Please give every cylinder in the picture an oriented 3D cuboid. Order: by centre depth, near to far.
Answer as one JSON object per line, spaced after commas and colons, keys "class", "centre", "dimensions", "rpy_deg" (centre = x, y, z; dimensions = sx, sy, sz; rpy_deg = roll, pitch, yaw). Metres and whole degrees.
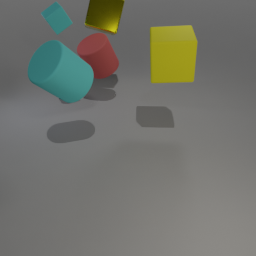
{"class": "cylinder", "centre": [-1.991, -1.652, 8.391], "dimensions": [1.400, 1.400, 1.400], "rpy_deg": [27, -3, 37]}
{"class": "cylinder", "centre": [-1.274, -3.096, 12.085], "dimensions": [1.400, 1.400, 1.400], "rpy_deg": [-13, 50, 16]}

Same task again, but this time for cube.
{"class": "cube", "centre": [1.431, -2.429, 9.221], "dimensions": [1.400, 1.400, 1.400], "rpy_deg": [-1, 39, 5]}
{"class": "cube", "centre": [-2.509, -3.868, 9.862], "dimensions": [0.700, 0.700, 0.700], "rpy_deg": [-37, 46, 0]}
{"class": "cube", "centre": [-1.056, -4.982, 12.269], "dimensions": [1.400, 1.400, 1.400], "rpy_deg": [13, 14, -11]}
